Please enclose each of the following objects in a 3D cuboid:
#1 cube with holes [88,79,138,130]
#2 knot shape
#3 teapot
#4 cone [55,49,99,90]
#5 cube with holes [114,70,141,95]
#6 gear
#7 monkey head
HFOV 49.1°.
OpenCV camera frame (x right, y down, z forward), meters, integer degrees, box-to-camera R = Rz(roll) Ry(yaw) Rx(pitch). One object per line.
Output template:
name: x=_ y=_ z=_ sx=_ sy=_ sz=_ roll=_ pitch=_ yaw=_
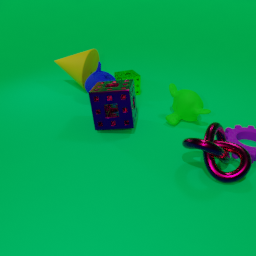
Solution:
cube with holes: x=-0.400 y=-0.730 z=8.519 sx=1.172 sy=1.172 sz=1.172 roll=-3 pitch=24 yaw=9
knot shape: x=2.033 y=0.501 z=6.730 sx=1.511 sy=0.746 sz=1.614 roll=15 pitch=37 yaw=-17
teapot: x=-0.956 y=-1.664 z=10.289 sx=1.191 sy=0.938 sz=1.915 roll=4 pitch=46 yaw=-26
cone: x=-2.201 y=-2.485 z=11.125 sx=1.624 sy=1.618 sz=1.618 roll=16 pitch=33 yaw=12
cube with holes: x=-0.027 y=-1.729 z=10.861 sx=0.779 sy=0.779 sz=0.779 roll=-12 pitch=33 yaw=-20
gear: x=3.367 y=0.415 z=7.696 sx=1.533 sy=0.283 sz=1.533 roll=0 pitch=30 yaw=0
monkey head: x=1.738 y=-0.657 z=8.791 sx=1.163 sy=0.974 sz=1.617 roll=-30 pitch=58 yaw=-31
